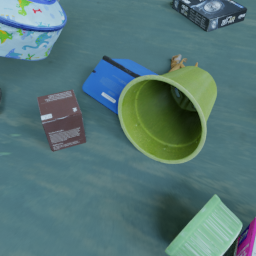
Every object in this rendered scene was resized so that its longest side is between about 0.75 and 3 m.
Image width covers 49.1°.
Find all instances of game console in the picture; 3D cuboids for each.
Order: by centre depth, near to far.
[{"bbox_3d":[0.070,-1.221,8.504,2.170,1.284,1.852,35,88,28],"label":"game console"}]

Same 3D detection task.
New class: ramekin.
[{"bbox_3d":[1.359,1.910,4.951,1.379,1.379,0.674,-36,65,-28],"label":"ramekin"}]

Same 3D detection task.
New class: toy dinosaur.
[{"bbox_3d":[1.474,-1.635,8.637,1.214,0.690,2.285,9,32,19],"label":"toy dinosaur"}]

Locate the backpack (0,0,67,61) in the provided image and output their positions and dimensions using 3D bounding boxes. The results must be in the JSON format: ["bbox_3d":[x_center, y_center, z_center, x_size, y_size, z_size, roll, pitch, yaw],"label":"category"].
[{"bbox_3d":[-2.742,-3.154,6.398,2.602,2.090,2.843,-8,68,-46],"label":"backpack"}]

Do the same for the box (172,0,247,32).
[{"bbox_3d":[3.332,-4.997,11.676,1.954,0.531,2.439,-22,52,-18],"label":"box"}]

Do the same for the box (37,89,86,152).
[{"bbox_3d":[-1.625,-0.175,6.949,0.925,1.115,0.916,-14,50,-13],"label":"box"}]

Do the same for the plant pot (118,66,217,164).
[{"bbox_3d":[1.209,-0.592,6.917,2.179,2.179,2.070,26,41,21],"label":"plant pot"}]

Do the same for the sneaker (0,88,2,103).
[{"bbox_3d":[-4.744,-0.877,7.812,2.558,0.850,1.157,2,45,-3],"label":"sneaker"}]

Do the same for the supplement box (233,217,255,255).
[{"bbox_3d":[2.147,2.743,4.307,1.154,1.130,2.233,22,52,18],"label":"supplement box"}]
